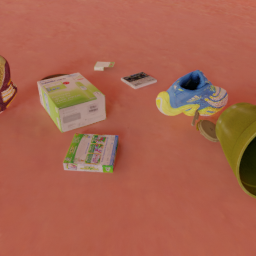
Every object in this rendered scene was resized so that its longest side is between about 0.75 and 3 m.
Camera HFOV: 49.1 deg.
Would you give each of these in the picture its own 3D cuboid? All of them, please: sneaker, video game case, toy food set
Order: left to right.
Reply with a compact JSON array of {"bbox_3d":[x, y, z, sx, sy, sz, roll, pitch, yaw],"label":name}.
[{"bbox_3d":[-3.631,-1.267,7.906,0.889,2.372,1.069,42,43,-2],"label":"sneaker"},{"bbox_3d":[0.409,-1.801,10.516,1.026,0.120,0.933,-22,41,-27],"label":"video game case"},{"bbox_3d":[2.136,-0.983,7.959,2.606,1.369,0.987,-12,69,-28],"label":"sneaker"},{"bbox_3d":[2.170,0.086,7.518,1.155,0.232,0.797,34,42,-1],"label":"toy food set"}]

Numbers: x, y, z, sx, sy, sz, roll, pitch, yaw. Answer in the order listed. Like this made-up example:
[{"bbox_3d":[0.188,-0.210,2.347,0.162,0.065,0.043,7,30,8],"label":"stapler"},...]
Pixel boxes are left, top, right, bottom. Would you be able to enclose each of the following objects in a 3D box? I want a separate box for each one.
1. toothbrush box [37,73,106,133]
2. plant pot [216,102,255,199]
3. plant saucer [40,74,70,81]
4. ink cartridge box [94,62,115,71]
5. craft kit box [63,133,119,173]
[{"bbox_3d":[-1.728,-0.850,8.498,1.426,0.843,1.958,-18,37,-25],"label":"toothbrush box"},{"bbox_3d":[2.890,0.271,6.228,1.888,1.888,1.818,-4,25,-6],"label":"plant pot"},{"bbox_3d":[-2.477,-1.572,10.097,1.477,0.218,1.477,0,35,0],"label":"plant saucer"},{"bbox_3d":[-0.962,-2.550,11.533,0.777,0.186,0.565,4,35,6],"label":"ink cartridge box"},{"bbox_3d":[-0.873,0.591,6.930,1.173,0.288,1.187,5,35,3],"label":"craft kit box"}]
